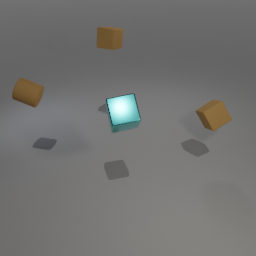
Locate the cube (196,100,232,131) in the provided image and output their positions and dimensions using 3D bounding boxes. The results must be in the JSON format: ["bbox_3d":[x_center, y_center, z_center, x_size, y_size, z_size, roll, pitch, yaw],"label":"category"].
[{"bbox_3d":[2.713,-0.412,8.917,0.700,0.700,0.700,-33,12,-2],"label":"cube"}]

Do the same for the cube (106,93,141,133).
[{"bbox_3d":[-0.129,-0.344,6.821,0.700,0.700,0.700,-12,-13,-7],"label":"cube"}]

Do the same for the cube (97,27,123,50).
[{"bbox_3d":[-0.656,-3.268,10.172,0.700,0.700,0.700,16,27,24],"label":"cube"}]

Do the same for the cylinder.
[{"bbox_3d":[-2.977,-1.057,8.378,0.700,0.700,0.700,22,28,-8],"label":"cylinder"}]
